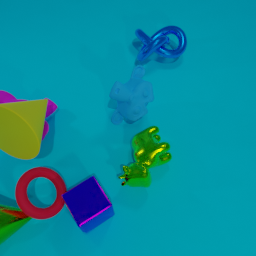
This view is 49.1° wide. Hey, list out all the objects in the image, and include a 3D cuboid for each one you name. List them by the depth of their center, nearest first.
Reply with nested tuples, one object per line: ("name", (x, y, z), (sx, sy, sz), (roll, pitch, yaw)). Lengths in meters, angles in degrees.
("cone", (-2.368, 1.862, 5.675), (1.108, 1.104, 1.104), (-8, 55, -29))
("cube", (-0.803, 1.599, 5.802), (0.759, 0.759, 0.759), (-30, 63, -15))
("ring", (-1.825, 1.369, 5.962), (1.119, 0.224, 1.119), (22, 53, -31))
("cone", (-2.091, -0.270, 5.979), (1.340, 1.340, 1.345), (18, 42, 11))
("cow figurine", (0.318, 0.678, 6.443), (1.358, 0.757, 1.380), (-23, 46, -6))
("monkey head", (-2.374, -0.352, 6.802), (1.788, 1.077, 1.286), (35, 73, 17))
("monkey head", (-0.008, -0.792, 6.814), (1.660, 1.194, 1.000), (-65, 30, 7))
("knot shape", (0.802, -2.425, 8.129), (1.602, 0.740, 1.499), (15, 41, 26))
